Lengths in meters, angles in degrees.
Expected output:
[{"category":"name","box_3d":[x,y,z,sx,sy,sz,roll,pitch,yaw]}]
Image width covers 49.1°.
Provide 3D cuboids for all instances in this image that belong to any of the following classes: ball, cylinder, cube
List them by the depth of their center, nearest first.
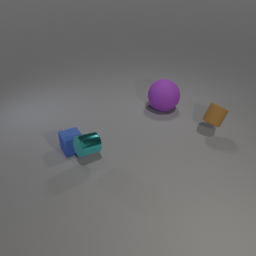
[{"category":"cylinder","box_3d":[-1.314,0.529,9.083,0.700,0.700,0.700,-13,34,-34]},{"category":"cube","box_3d":[-2.017,0.493,9.987,0.700,0.700,0.700,-17,37,-24]},{"category":"cylinder","box_3d":[3.253,-0.485,10.426,0.700,0.700,0.700,24,14,-6]},{"category":"ball","box_3d":[1.569,-1.428,12.230,1.400,1.400,1.400,0,33,0]}]
